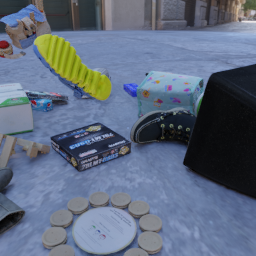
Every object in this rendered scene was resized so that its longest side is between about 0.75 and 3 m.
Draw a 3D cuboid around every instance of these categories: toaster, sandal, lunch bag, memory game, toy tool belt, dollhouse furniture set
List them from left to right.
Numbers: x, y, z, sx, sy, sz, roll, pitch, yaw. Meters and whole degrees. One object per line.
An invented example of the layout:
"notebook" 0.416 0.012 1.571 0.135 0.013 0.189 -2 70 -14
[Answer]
"dollhouse furniture set" -3.355 0.850 8.463 1.252 1.073 1.317 11 -8 22
"toy tool belt" -3.390 -3.226 8.814 1.283 1.262 2.054 31 56 17
"sandal" -1.266 -1.174 6.018 0.844 1.938 0.770 -6 54 41
"toaster" -1.938 -2.210 13.955 2.091 1.188 1.351 -7 24 15
"memory game" -0.499 2.107 5.774 2.485 0.158 2.485 0 24 0
"lunch bag" 1.889 -1.491 11.899 2.380 1.704 2.794 9 31 20

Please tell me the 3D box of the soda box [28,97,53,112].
"soda box" -4.032 -1.069 12.465 1.349 0.433 0.458 11 26 24

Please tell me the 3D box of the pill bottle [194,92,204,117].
"pill bottle" 3.693 -0.501 10.168 1.286 1.286 2.315 -17 30 -33

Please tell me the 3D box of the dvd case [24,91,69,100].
"dvd case" -3.862 -1.529 13.053 1.912 0.210 1.396 3 11 -28

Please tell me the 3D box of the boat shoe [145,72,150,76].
"boat shoe" 1.430 -3.224 17.337 0.298 0.361 1.052 -21 34 -38

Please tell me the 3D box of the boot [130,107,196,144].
"boot" 1.648 0.142 9.155 2.713 0.979 2.049 -18 32 -33

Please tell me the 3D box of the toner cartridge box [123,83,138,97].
"toner cartridge box" 0.304 -2.006 14.684 0.675 0.307 1.421 -8 26 -18

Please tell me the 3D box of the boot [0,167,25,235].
"boot" -2.881 1.596 6.402 1.589 0.577 1.445 10 39 37

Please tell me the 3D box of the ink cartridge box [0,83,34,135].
"ink cartridge box" -4.977 -0.762 10.836 2.108 1.194 2.876 -11 27 -23

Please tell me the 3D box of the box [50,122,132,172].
"box" -1.195 0.521 8.931 1.913 0.475 1.899 -18 29 -33

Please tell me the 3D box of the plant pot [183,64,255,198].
"plant pot" 3.530 0.191 7.169 2.846 2.839 2.524 -16 40 -33
